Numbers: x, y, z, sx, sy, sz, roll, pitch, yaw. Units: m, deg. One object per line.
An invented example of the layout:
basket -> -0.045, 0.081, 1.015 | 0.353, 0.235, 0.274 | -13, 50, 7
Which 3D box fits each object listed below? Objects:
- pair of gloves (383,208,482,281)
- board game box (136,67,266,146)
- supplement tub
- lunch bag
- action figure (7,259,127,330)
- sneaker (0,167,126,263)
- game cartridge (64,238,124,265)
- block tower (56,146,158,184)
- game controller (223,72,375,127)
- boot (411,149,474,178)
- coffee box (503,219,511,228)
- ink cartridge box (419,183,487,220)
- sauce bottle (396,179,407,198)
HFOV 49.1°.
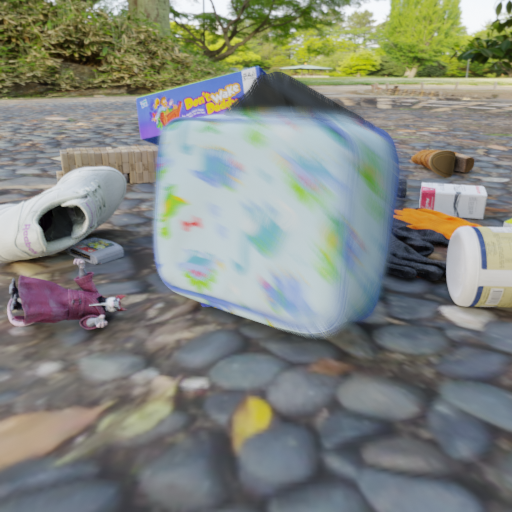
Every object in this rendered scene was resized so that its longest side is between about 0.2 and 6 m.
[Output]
pair of gloves -> 2.679, -0.317, 9.676 | 3.141, 0.388, 2.798 | -18, 27, -40
board game box -> -0.525, -3.252, 14.025 | 2.974, 0.990, 4.423 | -8, -2, 19
supplement tub -> 3.363, 0.151, 7.346 | 1.477, 1.066, 1.066 | 1, 20, 4
lunch bag -> 0.084, -0.448, 6.833 | 3.066, 2.465, 1.264 | 12, 14, 39
action figure -> -2.282, 0.653, 6.876 | 1.382, 1.029, 0.926 | 7, 52, -28
sneaker -> -3.014, -0.701, 9.501 | 1.556, 1.169, 3.123 | -1, 26, 28
game cartridge -> -2.675, -0.096, 9.356 | 0.938, 0.192, 0.624 | 16, 22, 37
block tower -> -3.519, -2.369, 14.594 | 3.238, 0.936, 0.875 | -8, 21, -18
game controller -> 0.619, -1.789, 8.224 | 2.652, 1.384, 0.559 | 42, 1, 33
boot -> 4.995, -2.735, 15.791 | 1.950, 0.748, 1.514 | -13, 25, -36
coffee box -> 4.292, -0.145, 8.556 | 0.807, 0.799, 0.808 | -18, 26, -40
ink cartridge box -> 4.109, -1.166, 11.772 | 1.276, 0.538, 0.924 | 6, 21, 15
sauce bottle -> 2.344, -1.571, 12.736 | 2.087, 0.689, 0.689 | 2, 20, 6
